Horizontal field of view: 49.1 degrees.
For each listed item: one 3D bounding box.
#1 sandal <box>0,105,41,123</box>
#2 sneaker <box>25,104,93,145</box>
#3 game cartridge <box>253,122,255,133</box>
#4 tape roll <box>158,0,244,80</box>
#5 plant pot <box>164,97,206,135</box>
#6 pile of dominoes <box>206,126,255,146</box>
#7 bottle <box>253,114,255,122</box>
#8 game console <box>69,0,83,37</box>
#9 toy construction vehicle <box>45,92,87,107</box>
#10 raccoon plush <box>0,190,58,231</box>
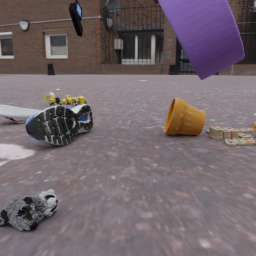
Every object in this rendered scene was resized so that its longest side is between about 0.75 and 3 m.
[{"bbox_3d":[-3.397,-0.353,8.791,1.782,0.438,0.725,6,22,-39],"label":"sandal"},{"bbox_3d":[-1.748,-0.076,6.858,1.046,0.922,2.347,-7,4,18],"label":"sneaker"},{"bbox_3d":[3.839,0.203,6.485,1.516,0.246,1.337,10,15,10],"label":"game cartridge"},{"bbox_3d":[1.098,-2.142,4.946,0.826,2.517,2.517,-27,4,20],"label":"tape roll"},{"bbox_3d":[1.489,-0.220,7.228,0.867,0.947,0.947,15,13,0],"label":"plant pot"},{"bbox_3d":[2.949,0.102,7.010,1.747,0.278,1.362,-3,13,-10],"label":"pile of dominoes"},{"bbox_3d":[4.555,-0.561,8.144,1.715,0.560,0.716,-24,24,4],"label":"bottle"},{"bbox_3d":[-1.526,-3.430,8.385,0.171,0.837,1.418,-10,48,5],"label":"game console"},{"bbox_3d":[-2.751,-1.266,12.275,1.450,0.586,1.665,-8,15,-31],"label":"toy construction vehicle"},{"bbox_3d":[-1.220,0.915,3.344,0.796,0.385,0.534,4,5,16],"label":"raccoon plush"}]
